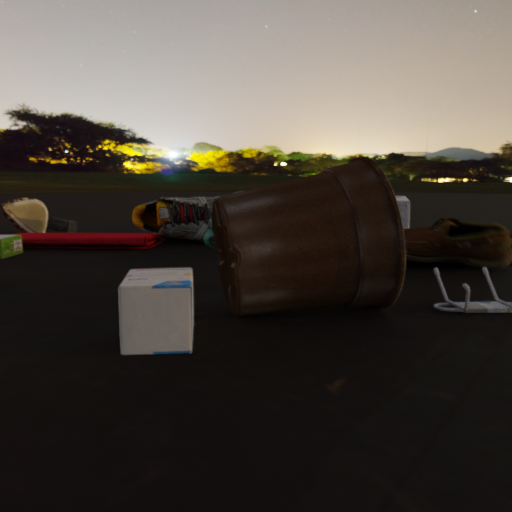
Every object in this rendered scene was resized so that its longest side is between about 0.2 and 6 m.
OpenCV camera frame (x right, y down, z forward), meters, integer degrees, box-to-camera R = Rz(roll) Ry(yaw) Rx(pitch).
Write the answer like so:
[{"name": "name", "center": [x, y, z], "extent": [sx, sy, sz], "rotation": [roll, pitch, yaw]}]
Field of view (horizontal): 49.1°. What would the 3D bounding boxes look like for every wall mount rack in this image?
[{"name": "wall mount rack", "center": [2.736, 0.431, 6.977], "extent": [1.162, 0.433, 1.010], "rotation": [0, 8, -4]}]

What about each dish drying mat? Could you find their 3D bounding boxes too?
[{"name": "dish drying mat", "center": [-3.989, -0.344, 12.725], "extent": [3.452, 0.314, 1.326], "rotation": [0, 8, 5]}]

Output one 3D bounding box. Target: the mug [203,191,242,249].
[{"name": "mug", "center": [-0.318, -0.567, 9.939], "extent": [1.110, 0.912, 0.686], "rotation": [-14, -41, 29]}]

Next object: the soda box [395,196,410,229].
[{"name": "soda box", "center": [4.002, -1.270, 16.722], "extent": [1.012, 0.946, 2.970], "rotation": [2, 8, 12]}]

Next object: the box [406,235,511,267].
[{"name": "box", "center": [3.360, -0.204, 10.519], "extent": [2.452, 0.602, 1.976], "rotation": [3, 3, 14]}]

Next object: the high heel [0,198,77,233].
[{"name": "high heel", "center": [-6.240, -1.035, 14.678], "extent": [1.886, 0.945, 2.646], "rotation": [10, -5, 19]}]

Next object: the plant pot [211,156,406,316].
[{"name": "plant pot", "center": [0.496, -0.144, 6.663], "extent": [1.854, 1.873, 1.873], "rotation": [-9, 10, -11]}]

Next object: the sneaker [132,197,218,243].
[{"name": "sneaker", "center": [-1.673, -0.833, 13.005], "extent": [2.876, 1.120, 1.182], "rotation": [-5, -9, 32]}]

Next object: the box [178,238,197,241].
[{"name": "box", "center": [-0.758, -0.646, 14.186], "extent": [2.268, 0.467, 1.768], "rotation": [7, 11, 34]}]

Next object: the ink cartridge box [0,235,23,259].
[{"name": "ink cartridge box", "center": [-5.425, -0.197, 11.363], "extent": [1.047, 0.397, 0.774], "rotation": [0, 9, 8]}]

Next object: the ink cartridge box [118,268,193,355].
[{"name": "ink cartridge box", "center": [-0.966, 0.511, 5.626], "extent": [0.679, 0.661, 1.056], "rotation": [-1, 8, -5]}]

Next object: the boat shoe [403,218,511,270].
[{"name": "boat shoe", "center": [2.823, -0.290, 8.256], "extent": [1.804, 0.613, 0.649], "rotation": [5, 42, 36]}]
